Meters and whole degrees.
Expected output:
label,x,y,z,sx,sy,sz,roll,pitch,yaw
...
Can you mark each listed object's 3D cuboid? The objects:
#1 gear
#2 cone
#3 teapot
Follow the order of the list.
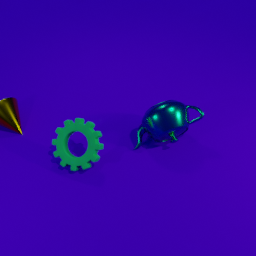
label,x,y,z,sx,sy,sz,roll,pitch,yaw
gear,-1.207,0.391,6.702,1.225,1.225,0.227,15,2,16
cone,-3.217,-0.177,7.771,0.961,0.961,0.964,-36,80,-32
teapot,0.960,-0.058,7.203,2.019,1.255,0.989,-23,71,9
